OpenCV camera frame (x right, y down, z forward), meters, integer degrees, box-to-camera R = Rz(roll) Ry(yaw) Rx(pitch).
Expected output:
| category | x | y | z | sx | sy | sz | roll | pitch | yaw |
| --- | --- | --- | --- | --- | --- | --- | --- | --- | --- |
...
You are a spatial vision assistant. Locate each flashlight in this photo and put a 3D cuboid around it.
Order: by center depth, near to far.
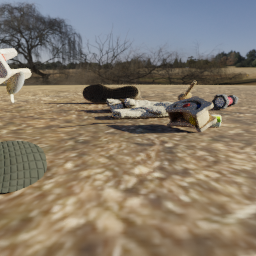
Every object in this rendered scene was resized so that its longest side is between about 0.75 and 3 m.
| category | x | y | z | sx | sy | sz | roll | pitch | yaw |
| --- | --- | --- | --- | --- | --- | --- | --- | --- | --- |
| flashlight | 4.178 | -1.147 | 11.836 | 0.651 | 0.653 | 1.922 | 35 | 27 | 29 |

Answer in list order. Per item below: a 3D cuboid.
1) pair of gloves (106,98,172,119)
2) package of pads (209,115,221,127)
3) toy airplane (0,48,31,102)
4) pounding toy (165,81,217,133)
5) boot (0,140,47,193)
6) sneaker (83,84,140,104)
| category | x | y | z | sx | sy | sz | roll | pitch | yaw |
| --- | --- | --- | --- | --- | --- | --- | --- | --- | --- |
| pair of gloves | 0.572 | -0.791 | 10.187 | 2.533 | 0.522 | 2.978 | -2 | 11 | -11 |
| package of pads | 2.162 | -0.205 | 7.694 | 0.760 | 0.259 | 0.587 | 5 | 13 | 19 |
| toy airplane | -4.606 | -1.390 | 8.907 | 2.932 | 2.069 | 2.919 | -17 | 9 | -13 |
| pounding toy | 1.484 | -0.589 | 7.263 | 0.977 | 0.980 | 1.709 | -23 | 21 | -4 |
| boot | -1.983 | 0.464 | 3.305 | 1.147 | 0.595 | 1.757 | 2 | 7 | 43 |
| sneaker | -0.800 | -1.566 | 14.006 | 2.851 | 1.004 | 1.077 | 3 | -11 | 8 |
